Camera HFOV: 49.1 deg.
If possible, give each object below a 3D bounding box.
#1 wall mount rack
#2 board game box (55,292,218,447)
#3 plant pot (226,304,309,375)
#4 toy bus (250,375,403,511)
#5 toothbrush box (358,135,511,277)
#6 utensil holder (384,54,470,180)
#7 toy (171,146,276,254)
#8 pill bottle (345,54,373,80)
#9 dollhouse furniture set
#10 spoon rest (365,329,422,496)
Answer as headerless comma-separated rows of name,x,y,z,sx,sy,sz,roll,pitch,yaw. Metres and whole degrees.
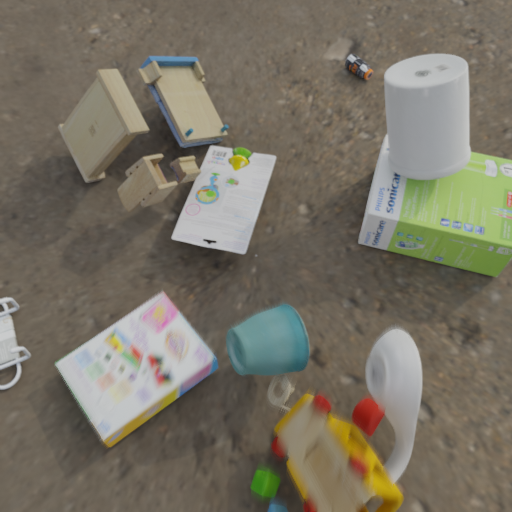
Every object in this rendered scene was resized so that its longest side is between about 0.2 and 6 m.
wall mount rack,-5.066,1.578,10.177,1.627,0.698,1.872,-21,63,-11
board game box,-2.110,1.959,9.992,2.297,0.463,1.758,-34,63,-18
plant pot,0.131,1.487,9.345,1.085,1.155,1.155,-11,61,-25
toy bus,1.220,3.209,8.872,2.247,1.230,2.381,-11,60,44
toothbrush box,3.727,-1.037,11.289,2.857,1.230,2.080,14,62,7
utensil holder,3.089,-2.527,10.170,1.512,1.779,1.512,-11,38,8
toy,-0.602,-1.122,11.704,1.507,0.618,2.617,11,60,9
pill bottle,2.542,-4.619,13.744,0.372,0.372,0.700,-37,67,-18
dollhouse furniture set,-2.127,-2.554,12.461,3.140,2.049,2.964,-23,84,-46
spoon rest,2.152,2.509,9.011,0.819,1.343,2.703,7,100,-16
